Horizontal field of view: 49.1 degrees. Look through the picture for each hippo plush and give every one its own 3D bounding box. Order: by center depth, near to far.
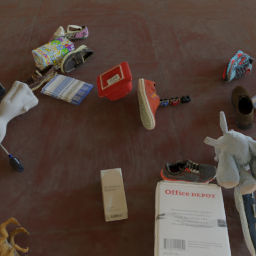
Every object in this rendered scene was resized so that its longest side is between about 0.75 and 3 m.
[{"bbox_3d":[3.618,1.053,9.754,2.610,2.098,2.079,30,88,4],"label":"hippo plush"}]

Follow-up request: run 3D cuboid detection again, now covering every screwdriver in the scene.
[{"bbox_3d":[-4.651,0.934,10.854,0.343,0.329,2.357,-28,50,-28],"label":"screwdriver"}]

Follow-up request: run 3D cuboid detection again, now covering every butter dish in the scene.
[{"bbox_3d":[-0.445,-1.898,12.641,1.675,1.238,1.671,-26,43,13],"label":"butter dish"}]

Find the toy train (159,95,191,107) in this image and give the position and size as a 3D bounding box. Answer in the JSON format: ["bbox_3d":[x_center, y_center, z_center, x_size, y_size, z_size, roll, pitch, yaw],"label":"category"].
[{"bbox_3d":[2.093,-1.202,12.679,1.563,0.267,0.358,-8,62,-8],"label":"toy train"}]

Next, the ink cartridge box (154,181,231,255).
[{"bbox_3d":[1.818,3.095,8.373,2.020,1.176,2.773,4,51,3],"label":"ink cartridge box"}]

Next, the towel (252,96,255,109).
[{"bbox_3d":[5.958,-1.020,12.595,0.784,0.127,1.067,-28,55,-22],"label":"towel"}]

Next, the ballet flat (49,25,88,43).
[{"bbox_3d":[-3.405,-5.361,15.848,2.327,0.828,0.804,-17,45,-14],"label":"ballet flat"}]

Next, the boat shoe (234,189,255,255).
[{"bbox_3d":[3.910,2.857,8.842,0.702,0.850,2.270,-5,40,10],"label":"boat shoe"}]

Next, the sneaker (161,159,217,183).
[{"bbox_3d":[2.214,1.517,9.948,2.031,0.832,0.783,-4,49,-3],"label":"sneaker"}]

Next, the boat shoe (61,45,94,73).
[{"bbox_3d":[-2.563,-3.533,14.295,0.724,0.817,2.233,18,52,22],"label":"boat shoe"}]

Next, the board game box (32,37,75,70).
[{"bbox_3d":[-3.760,-3.753,14.385,0.979,0.961,1.866,37,59,27],"label":"board game box"}]

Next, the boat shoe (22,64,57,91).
[{"bbox_3d":[-4.338,-2.448,13.415,2.030,0.730,0.732,-33,57,-25],"label":"boat shoe"}]

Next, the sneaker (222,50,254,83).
[{"bbox_3d":[5.494,-2.981,13.736,1.164,0.966,2.437,29,56,20],"label":"sneaker"}]

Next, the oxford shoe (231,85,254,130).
[{"bbox_3d":[5.009,-1.134,12.060,0.880,1.022,2.422,-4,46,12],"label":"oxford shoe"}]

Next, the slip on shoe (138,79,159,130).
[{"bbox_3d":[0.953,-1.118,12.132,0.892,1.079,2.914,1,45,-4],"label":"slip on shoe"}]

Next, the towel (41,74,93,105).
[{"bbox_3d":[-2.874,-1.835,13.227,2.048,0.244,1.504,18,50,13],"label":"towel"}]

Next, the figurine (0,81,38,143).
[{"bbox_3d":[-5.773,-0.777,11.805,2.912,1.254,2.841,18,58,14],"label":"figurine"}]

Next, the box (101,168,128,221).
[{"bbox_3d":[-0.490,2.227,9.471,0.765,0.626,1.611,-8,50,-6],"label":"box"}]

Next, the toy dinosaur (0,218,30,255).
[{"bbox_3d":[-3.867,3.414,8.331,2.816,0.851,1.496,27,56,22],"label":"toy dinosaur"}]
